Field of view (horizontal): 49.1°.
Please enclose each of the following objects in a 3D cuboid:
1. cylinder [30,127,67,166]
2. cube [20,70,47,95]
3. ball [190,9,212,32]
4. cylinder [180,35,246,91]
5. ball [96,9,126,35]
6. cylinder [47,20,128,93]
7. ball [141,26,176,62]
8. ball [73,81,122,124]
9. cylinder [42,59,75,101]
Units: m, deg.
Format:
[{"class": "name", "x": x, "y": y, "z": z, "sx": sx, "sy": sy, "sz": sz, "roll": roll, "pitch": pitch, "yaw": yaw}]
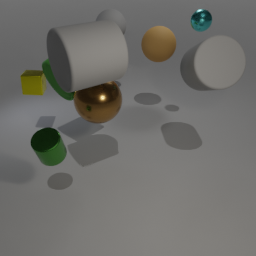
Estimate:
[{"class": "cylinder", "x": -1.901, "y": 0.460, "z": 6.771, "sx": 0.700, "sy": 0.700, "sz": 0.700, "roll": -2, "pitch": 54, "yaw": 2}, {"class": "cube", "x": -3.309, "y": -1.605, "z": 9.871, "sx": 0.700, "sy": 0.700, "sz": 0.700, "roll": 2, "pitch": 28, "yaw": -4}, {"class": "ball", "x": 2.402, "y": -3.525, "z": 9.190, "sx": 0.700, "sy": 0.700, "sz": 0.700, "roll": 0, "pitch": 29, "yaw": 0}, {"class": "cylinder", "x": 2.324, "y": -1.761, "z": 7.875, "sx": 1.400, "sy": 1.400, "sz": 1.400, "roll": -3, "pitch": 6, "yaw": -5}, {"class": "ball", "x": -0.774, "y": -4.606, "z": 12.617, "sx": 1.400, "sy": 1.400, "sz": 1.400, "roll": 0, "pitch": 29, "yaw": 0}, {"class": "cylinder", "x": -0.935, "y": -1.650, "z": 6.399, "sx": 1.400, "sy": 1.400, "sz": 1.400, "roll": -21, "pitch": 35, "yaw": -27}, {"class": "ball", "x": 1.235, "y": -3.362, "z": 11.266, "sx": 1.400, "sy": 1.400, "sz": 1.400, "roll": 0, "pitch": 29, "yaw": 0}, {"class": "ball", "x": -0.864, "y": -0.824, "z": 8.083, "sx": 1.400, "sy": 1.400, "sz": 1.400, "roll": 0, "pitch": 29, "yaw": 0}, {"class": "cylinder", "x": -1.686, "y": -1.805, "z": 8.727, "sx": 1.400, "sy": 1.400, "sz": 1.400, "roll": 27, "pitch": 59, "yaw": 39}]
